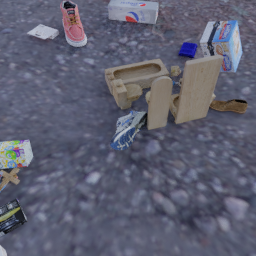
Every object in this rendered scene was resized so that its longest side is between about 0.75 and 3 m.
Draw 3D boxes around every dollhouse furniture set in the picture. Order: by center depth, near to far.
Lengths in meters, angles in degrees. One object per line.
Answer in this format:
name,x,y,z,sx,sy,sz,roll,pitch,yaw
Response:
dollhouse furniture set,0.837,-1.824,8.869,2.700,2.313,2.839,-14,51,-11

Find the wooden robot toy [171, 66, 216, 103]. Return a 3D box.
wooden robot toy,2.389,-1.609,9.635,0.969,0.941,2.136,-2,33,-32

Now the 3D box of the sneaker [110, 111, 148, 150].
sneaker,-0.083,0.040,8.504,0.719,0.650,1.688,20,45,29

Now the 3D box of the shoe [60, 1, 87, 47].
shoe,-2.386,-4.492,11.947,0.830,1.057,2.324,-16,52,-13

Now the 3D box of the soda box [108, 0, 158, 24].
soda box,0.244,-5.409,12.950,2.240,0.711,0.765,9,50,7

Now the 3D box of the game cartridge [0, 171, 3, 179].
game cartridge,-3.404,1.418,6.972,0.144,0.487,0.751,34,14,-6

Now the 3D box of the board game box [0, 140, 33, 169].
board game box,-3.287,0.731,7.713,1.097,0.575,0.565,-5,25,0

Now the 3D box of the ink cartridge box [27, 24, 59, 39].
ink cartridge box,-3.681,-4.090,12.149,1.021,0.228,0.900,23,52,19

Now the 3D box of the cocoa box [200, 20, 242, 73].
cocoa box,3.287,-2.803,9.769,1.001,1.526,1.018,11,64,34

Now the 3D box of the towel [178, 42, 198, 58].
towel,2.464,-3.202,11.414,0.636,0.213,0.861,16,52,12

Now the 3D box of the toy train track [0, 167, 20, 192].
toy train track,-3.306,1.528,7.469,0.636,0.181,1.110,27,60,14

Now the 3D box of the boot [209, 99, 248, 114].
boot,3.295,-0.806,9.234,1.238,0.467,0.456,8,52,8

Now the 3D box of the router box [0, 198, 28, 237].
router box,-2.981,2.212,6.839,0.829,0.216,0.652,-26,55,-21

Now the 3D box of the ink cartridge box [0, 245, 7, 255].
ink cartridge box,-2.943,3.164,5.905,0.866,0.413,0.986,-25,54,-19
